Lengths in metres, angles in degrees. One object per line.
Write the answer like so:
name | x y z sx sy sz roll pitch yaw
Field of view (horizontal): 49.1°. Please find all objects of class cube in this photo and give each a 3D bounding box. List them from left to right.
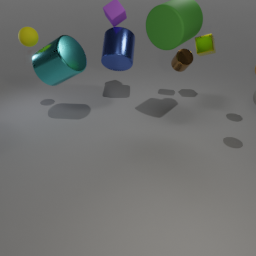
cube | -0.552 -4.896 11.926 0.700 0.700 0.700 -35 -7 1
cube | 3.280 -3.497 11.855 0.700 0.700 0.700 -6 3 25

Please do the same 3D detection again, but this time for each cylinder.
cylinder | -2.459 -2.408 10.112 1.400 1.400 1.400 -19 18 32
cylinder | -0.424 -3.462 12.392 1.400 1.400 1.400 3 72 6
cylinder | 1.525 -3.437 9.192 1.400 1.400 1.400 21 41 32
cylinder | 2.166 -2.703 11.217 0.700 0.700 0.700 -6 -10 -11

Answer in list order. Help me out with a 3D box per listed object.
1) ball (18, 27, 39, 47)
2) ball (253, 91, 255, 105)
ball | -3.639 -3.334 10.243 0.700 0.700 0.700 0 30 0
ball | 4.016 -0.894 8.133 0.700 0.700 0.700 0 30 0
